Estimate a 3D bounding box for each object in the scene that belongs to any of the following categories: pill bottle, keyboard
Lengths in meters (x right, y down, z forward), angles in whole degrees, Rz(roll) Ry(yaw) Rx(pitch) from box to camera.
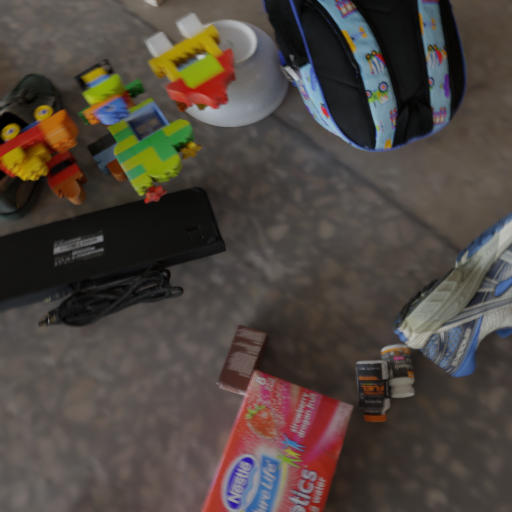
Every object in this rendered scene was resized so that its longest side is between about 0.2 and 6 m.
[{"bbox_3d":[2.181,1.767,8.567,0.431,0.431,0.740,-4,66,-2],"label":"pill bottle"},{"bbox_3d":[-2.784,0.301,9.217,4.591,0.910,2.389,-15,44,-5],"label":"keyboard"},{"bbox_3d":[1.757,2.026,8.393,0.465,0.465,0.875,-2,82,-1],"label":"pill bottle"}]

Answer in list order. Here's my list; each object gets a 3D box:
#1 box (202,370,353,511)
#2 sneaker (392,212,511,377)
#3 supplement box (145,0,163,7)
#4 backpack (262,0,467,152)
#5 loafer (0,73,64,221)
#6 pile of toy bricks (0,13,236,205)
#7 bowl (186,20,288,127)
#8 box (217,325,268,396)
[{"bbox_3d":[0.141,3.177,7.423,1.427,1.367,2.863,19,68,8],"label":"box"},{"bbox_3d":[3.855,0.468,8.817,3.608,1.390,1.537,-41,82,-8],"label":"sneaker"},{"bbox_3d":[-2.110,-5.734,11.642,0.313,0.852,0.537,32,71,16],"label":"supplement box"},{"bbox_3d":[1.980,-3.590,9.900,3.088,2.275,3.382,-24,103,-13],"label":"backpack"},{"bbox_3d":[-4.180,-2.146,9.998,1.097,0.960,3.053,2,66,1],"label":"loafer"},{"bbox_3d":[-1.935,-1.822,9.131,3.940,2.186,1.945,-32,75,-3],"label":"pile of toy bricks"},{"bbox_3d":[-0.515,-3.697,10.650,2.317,1.041,2.317,0,66,-1],"label":"bowl"},{"bbox_3d":[-0.191,1.620,8.649,0.495,0.371,0.989,15,65,13],"label":"box"}]
